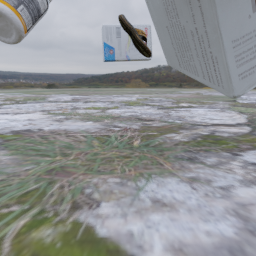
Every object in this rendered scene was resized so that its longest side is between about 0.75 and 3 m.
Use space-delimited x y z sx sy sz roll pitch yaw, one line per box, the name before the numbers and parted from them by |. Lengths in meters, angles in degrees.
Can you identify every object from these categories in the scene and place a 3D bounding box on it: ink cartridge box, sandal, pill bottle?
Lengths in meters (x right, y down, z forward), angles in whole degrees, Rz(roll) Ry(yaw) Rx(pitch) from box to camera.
ink cartridge box | -0.042 -2.656 8.819 1.508 1.090 0.638 -3 8 -8
sandal | 0.248 -2.458 7.382 0.366 1.342 0.548 -39 6 -7
pill bottle | -2.120 -2.450 5.556 0.893 0.893 1.535 4 52 24

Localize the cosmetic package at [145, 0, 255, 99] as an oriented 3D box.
cosmetic package | 1.646 -2.008 4.663 1.886 1.874 2.253 -30 32 -5
